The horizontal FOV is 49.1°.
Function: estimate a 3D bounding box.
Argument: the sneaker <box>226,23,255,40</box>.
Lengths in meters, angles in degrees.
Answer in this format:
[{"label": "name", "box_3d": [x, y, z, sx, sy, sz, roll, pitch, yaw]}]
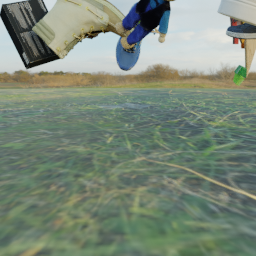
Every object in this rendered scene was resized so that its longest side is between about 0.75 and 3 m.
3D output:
[{"label": "sneaker", "box_3d": [2.846, -2.419, 5.882, 1.496, 1.081, 0.569, 14, 30, 35]}]

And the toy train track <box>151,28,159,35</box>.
[{"label": "toy train track", "box_3d": [0.957, -3.446, 10.223, 1.077, 0.175, 0.618, -11, 52, -39]}]

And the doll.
[{"label": "doll", "box_3d": [0.423, -2.181, 5.410, 0.424, 1.193, 1.749, -17, -5, -35]}]

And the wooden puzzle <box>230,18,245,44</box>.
[{"label": "wooden puzzle", "box_3d": [2.766, -3.010, 6.835, 0.129, 1.837, 1.089, 9, 34, 46]}]

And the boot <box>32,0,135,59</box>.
[{"label": "boot", "box_3d": [-1.121, -2.533, 7.456, 2.476, 1.915, 0.892, 39, 1, 4]}]

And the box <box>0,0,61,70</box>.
[{"label": "box", "box_3d": [-2.695, -2.705, 8.030, 1.197, 1.696, 0.669, -28, 6, -30]}]

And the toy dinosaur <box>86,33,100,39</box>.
[{"label": "toy dinosaur", "box_3d": [-1.408, -3.850, 9.659, 1.908, 1.436, 2.811, -24, 11, 15]}]

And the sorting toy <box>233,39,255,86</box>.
[{"label": "sorting toy", "box_3d": [3.478, -2.295, 8.233, 0.322, 1.619, 2.191, 12, 54, 27]}]

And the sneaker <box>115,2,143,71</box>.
[{"label": "sneaker", "box_3d": [0.111, -3.594, 10.909, 1.072, 2.729, 1.217, 14, 13, 1]}]

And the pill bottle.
[{"label": "pill bottle", "box_3d": [2.356, -2.892, 4.751, 1.166, 2.080, 1.166, 16, 24, -7]}]
